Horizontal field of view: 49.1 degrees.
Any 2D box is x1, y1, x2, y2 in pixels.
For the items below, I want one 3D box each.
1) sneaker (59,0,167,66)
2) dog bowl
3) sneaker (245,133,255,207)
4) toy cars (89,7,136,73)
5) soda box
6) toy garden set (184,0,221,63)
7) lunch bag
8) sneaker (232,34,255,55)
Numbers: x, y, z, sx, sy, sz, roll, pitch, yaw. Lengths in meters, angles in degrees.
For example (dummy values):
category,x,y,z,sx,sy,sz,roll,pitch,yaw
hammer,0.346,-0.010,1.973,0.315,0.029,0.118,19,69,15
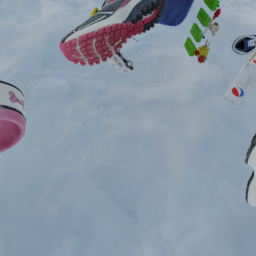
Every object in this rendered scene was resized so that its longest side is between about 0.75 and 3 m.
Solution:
category,x,y,z,sx,sy,sz,roll,pitch,yaw
sneaker,-0.405,-2.437,6.523,2.774,1.118,1.036,-37,72,-20
dog bowl,-3.019,-0.048,5.574,2.089,2.089,0.770,-19,69,-17
sneaker,2.666,0.602,4.685,1.136,2.864,1.059,20,63,37
toy cars,-0.503,-2.297,7.973,1.042,2.325,0.515,34,76,30
soda box,2.184,-0.886,5.195,0.351,1.104,0.376,36,64,13
toy garden set,2.572,-3.194,9.180,0.386,1.932,1.611,9,40,-15
lunch bag,0.571,-4.494,8.520,2.821,1.916,1.866,-1,45,-34
sneaker,3.626,-2.374,7.601,1.591,0.558,0.863,-9,12,31
